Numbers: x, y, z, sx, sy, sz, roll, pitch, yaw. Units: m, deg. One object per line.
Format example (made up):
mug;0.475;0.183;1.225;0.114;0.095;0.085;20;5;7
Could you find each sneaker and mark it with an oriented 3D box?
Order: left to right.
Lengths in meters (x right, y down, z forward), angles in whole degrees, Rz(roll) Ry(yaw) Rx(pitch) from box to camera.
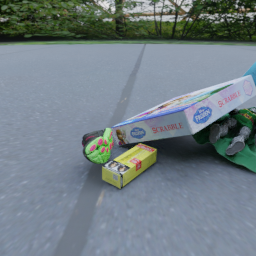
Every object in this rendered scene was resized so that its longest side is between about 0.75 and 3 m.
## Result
sneaker;-0.676;0.380;5.721;0.602;0.551;1.437;-8;9;9

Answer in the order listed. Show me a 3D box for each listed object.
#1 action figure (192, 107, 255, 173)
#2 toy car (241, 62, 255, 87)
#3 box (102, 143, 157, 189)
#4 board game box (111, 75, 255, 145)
action figure;2.798;-0.061;7.010;1.681;0.778;2.845;40;34;18
toy car;3.710;-0.598;5.640;2.591;2.486;2.811;43;37;9
box;0.062;0.733;5.702;0.481;0.320;1.278;20;30;33
board game box;1.278;-0.394;6.703;2.530;0.522;2.536;-26;8;-36
